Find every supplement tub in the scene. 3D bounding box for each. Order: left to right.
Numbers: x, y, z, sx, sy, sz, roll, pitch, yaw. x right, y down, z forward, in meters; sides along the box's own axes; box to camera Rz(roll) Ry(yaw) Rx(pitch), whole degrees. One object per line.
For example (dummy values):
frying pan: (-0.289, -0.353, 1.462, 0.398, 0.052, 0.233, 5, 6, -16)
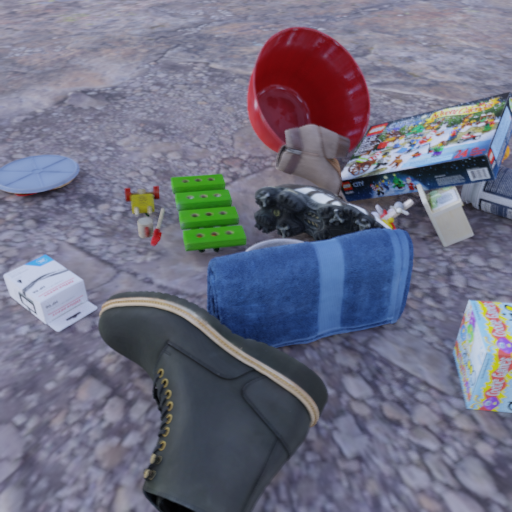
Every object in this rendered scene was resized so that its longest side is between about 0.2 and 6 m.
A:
supplement tub: (5.185, -1.350, 11.784, 1.429, 1.003, 1.003, 24, 42, 30)

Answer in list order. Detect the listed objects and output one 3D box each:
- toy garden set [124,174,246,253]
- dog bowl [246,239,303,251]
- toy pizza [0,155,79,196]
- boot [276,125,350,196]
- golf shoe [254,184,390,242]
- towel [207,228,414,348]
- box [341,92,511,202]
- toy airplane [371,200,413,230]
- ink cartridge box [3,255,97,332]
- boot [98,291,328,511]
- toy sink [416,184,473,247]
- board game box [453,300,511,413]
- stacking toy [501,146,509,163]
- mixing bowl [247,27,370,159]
toy garden set: (-1.529, -0.776, 11.458, 2.170, 0.520, 2.604, -6, 37, -11)
dog bowl: (0.497, 0.352, 9.824, 1.848, 0.542, 1.848, 0, 35, 0)
toy pizza: (-5.103, -1.855, 13.092, 1.905, 0.302, 1.905, 0, 34, 0)
boot: (1.100, -1.812, 11.550, 1.391, 1.902, 0.668, 2, 35, -8)
golf shoe: (1.545, -0.696, 10.702, 3.187, 1.239, 1.506, 28, 34, 23)
towel: (0.837, 0.561, 8.469, 3.148, 1.757, 0.764, -9, 36, -13)
box: (3.555, -2.246, 11.809, 3.251, 0.613, 2.220, -5, 40, 42)
toy airplane: (2.418, -0.644, 10.723, 1.059, 0.751, 1.064, 13, 74, 59)
ink cartridge box: (-3.479, 0.606, 9.501, 1.455, 0.494, 0.844, 26, 43, 32)
boot: (-1.153, 1.892, 7.124, 3.493, 1.353, 2.416, 17, 44, 24)
toy sink: (3.697, -0.917, 10.919, 0.655, 1.169, 0.762, -24, 29, 20)
board game box: (4.047, 1.444, 7.805, 2.156, 1.110, 1.131, 3, 36, 5)
stacking toy: (4.830, -2.442, 12.421, 1.313, 1.389, 2.393, -24, 22, 0)
mixing bowl: (1.016, -3.684, 13.827, 3.225, 3.225, 1.747, -21, 1, -26)
